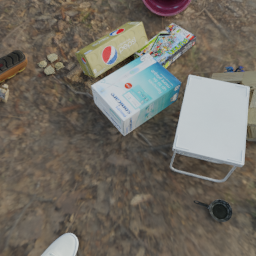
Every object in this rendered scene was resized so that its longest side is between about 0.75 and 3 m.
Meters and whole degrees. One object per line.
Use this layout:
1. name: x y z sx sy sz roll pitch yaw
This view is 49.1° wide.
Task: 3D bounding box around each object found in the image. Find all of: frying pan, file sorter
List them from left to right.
1. file sorter: 2.673 0.046 9.472 2.031 1.822 2.927 14 61 8
2. frying pan: 2.713 2.648 8.910 1.184 0.193 0.717 -3 59 0

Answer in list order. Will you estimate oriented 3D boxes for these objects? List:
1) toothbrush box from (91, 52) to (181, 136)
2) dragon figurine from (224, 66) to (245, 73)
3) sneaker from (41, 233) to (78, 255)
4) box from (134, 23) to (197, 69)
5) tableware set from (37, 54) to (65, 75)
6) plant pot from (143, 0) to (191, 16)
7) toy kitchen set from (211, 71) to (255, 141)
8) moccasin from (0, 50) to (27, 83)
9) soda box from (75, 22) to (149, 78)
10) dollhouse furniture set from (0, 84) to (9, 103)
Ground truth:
1. toothbrush box: 0.302 -1.328 10.658 2.727 1.163 1.997 -34 65 -16
2. dragon figurine: 4.160 -2.293 11.543 1.207 0.600 0.355 1 59 1
3. sneaker: -2.300 3.937 7.783 0.854 0.828 2.338 34 65 18
4. box: 1.660 -3.522 12.319 1.421 0.448 2.581 38 67 22
5. tableware set: -3.322 -2.745 12.085 0.921 0.128 1.103 -33 65 -18
6. plant pot: 1.961 -7.019 13.378 2.541 2.541 2.275 11 45 6
7. toy kitchen set: 4.109 -0.532 10.302 2.160 1.953 2.394 4 55 35
8. moccasin: -5.370 -2.217 11.352 0.996 1.051 2.724 45 65 7
9. soda box: -0.604 -3.285 11.535 2.970 1.006 0.951 -37 35 -20
10. dollhouse furniture set: -4.986 -1.221 10.423 0.809 1.560 0.691 22 59 -15
